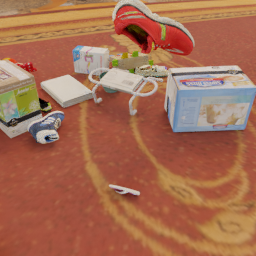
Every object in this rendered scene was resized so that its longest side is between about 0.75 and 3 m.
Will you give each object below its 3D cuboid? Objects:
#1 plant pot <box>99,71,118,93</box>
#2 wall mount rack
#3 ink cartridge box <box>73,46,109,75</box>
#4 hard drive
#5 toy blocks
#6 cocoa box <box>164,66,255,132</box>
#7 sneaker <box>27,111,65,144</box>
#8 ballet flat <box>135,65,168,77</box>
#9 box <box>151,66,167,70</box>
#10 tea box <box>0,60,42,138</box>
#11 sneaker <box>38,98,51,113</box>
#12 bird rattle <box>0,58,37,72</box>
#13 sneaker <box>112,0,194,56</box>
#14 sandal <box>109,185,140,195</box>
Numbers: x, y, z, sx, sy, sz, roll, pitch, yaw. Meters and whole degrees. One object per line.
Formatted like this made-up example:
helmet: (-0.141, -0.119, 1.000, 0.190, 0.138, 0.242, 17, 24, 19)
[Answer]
plant pot: (-0.688, -1.848, 11.493, 0.965, 0.647, 0.965, 0, 36, 0)
wall mount rack: (0.022, -1.702, 10.792, 2.837, 1.058, 2.465, 20, 53, 25)
ink cartridge box: (-1.666, -3.073, 12.804, 1.523, 1.101, 0.645, 8, 36, 11)
hard drive: (-2.505, -1.556, 11.411, 1.358, 0.270, 2.059, -24, 41, -29)
toy blocks: (-0.029, -3.197, 13.261, 2.048, 1.023, 1.400, -14, 27, -21)
cocoa box: (2.635, -0.980, 9.395, 2.490, 1.660, 1.634, -2, 36, -3)
sneaker: (-2.396, 0.040, 9.019, 1.022, 0.562, 1.396, 36, 44, 27)
ballet flat: (1.120, -2.590, 12.648, 1.619, 0.505, 0.546, -5, 36, -7)
box: (1.440, -2.778, 13.221, 0.758, 0.157, 0.451, 6, 36, 4)
tea box: (-3.958, -1.024, 9.298, 1.257, 1.850, 1.881, -30, 46, -35)
sneaker: (-3.281, -0.945, 10.377, 1.143, 0.473, 0.410, 17, 39, 22)
bird rattle: (-5.239, -2.741, 12.328, 2.458, 1.385, 2.004, 0, 19, -6)
sneaker: (0.697, -2.466, 7.756, 2.619, 1.008, 1.112, 17, 65, -25)
sandal: (-0.116, 1.598, 7.051, 0.820, 0.334, 0.202, 11, 78, 14)
